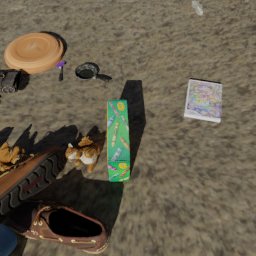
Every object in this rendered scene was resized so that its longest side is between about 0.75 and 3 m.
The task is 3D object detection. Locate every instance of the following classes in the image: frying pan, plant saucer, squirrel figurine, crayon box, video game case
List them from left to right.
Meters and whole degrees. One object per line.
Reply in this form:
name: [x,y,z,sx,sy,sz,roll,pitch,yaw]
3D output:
plant saucer: [-4.042,2.872,6.467,2.744,2.744,0.528,8,93,5]
squirrel figurine: [-3.535,1.044,8.625,0.925,0.701,0.991,33,75,9]
plant saucer: [-3.936,-3.248,11.728,2.432,0.393,2.432,0,55,0]
squirrel figurine: [-1.421,0.755,8.819,0.957,0.725,1.025,10,40,19]
frying pan: [-1.377,-2.162,11.063,1.457,0.237,0.882,8,56,3]
crayon box: [-0.295,0.370,8.602,0.639,1.303,2.195,-2,54,-2]
video game case: [2.791,-1.038,10.307,1.262,0.159,1.762,10,56,7]

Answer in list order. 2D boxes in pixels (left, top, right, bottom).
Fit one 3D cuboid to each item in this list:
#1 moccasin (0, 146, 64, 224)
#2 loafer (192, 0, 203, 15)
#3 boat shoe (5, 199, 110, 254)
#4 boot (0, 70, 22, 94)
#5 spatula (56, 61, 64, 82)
moccasin: [-2.955,1.422,7.804,1.151,1.090,2.981,16,42,27]
loafer: [3.439,-5.862,13.592,0.389,0.390,1.115,-15,55,-1]
boat shoe: [-1.903,2.414,7.329,2.984,1.049,1.050,10,56,9]
boot: [-5.019,-1.429,10.211,1.941,0.772,2.230,2,52,2]
spatula: [-2.699,-2.267,11.193,0.335,0.122,1.187,-14,57,7]
